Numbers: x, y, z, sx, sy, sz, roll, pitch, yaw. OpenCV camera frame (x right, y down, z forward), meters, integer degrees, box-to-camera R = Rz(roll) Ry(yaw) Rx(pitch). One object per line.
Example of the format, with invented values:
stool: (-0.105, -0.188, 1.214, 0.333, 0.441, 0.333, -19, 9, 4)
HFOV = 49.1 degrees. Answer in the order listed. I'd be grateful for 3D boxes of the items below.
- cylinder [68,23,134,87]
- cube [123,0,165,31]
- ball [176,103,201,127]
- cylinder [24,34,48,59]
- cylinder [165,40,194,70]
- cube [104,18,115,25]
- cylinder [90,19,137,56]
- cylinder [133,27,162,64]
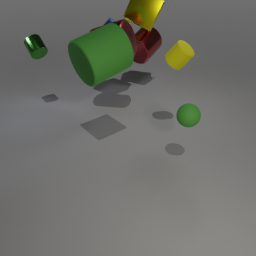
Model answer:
cylinder: (-0.790, -2.126, 8.167, 1.400, 1.400, 1.400, -33, 41, -22)
cube: (0.747, -5.499, 12.902, 1.400, 1.400, 1.400, 25, 26, -6)
ball: (1.765, -0.367, 8.157, 0.700, 0.700, 0.700, 0, 29, 0)
cylinder: (-3.661, -3.228, 11.139, 0.700, 0.700, 0.700, -23, 75, -35)
cylinder: (1.714, -2.420, 9.321, 0.700, 0.700, 0.700, 22, 47, -25)
cube: (-0.681, -3.859, 12.853, 1.400, 1.400, 1.400, 45, 7, 2)
cylinder: (-0.572, -3.255, 10.687, 1.400, 1.400, 1.400, -7, 24, 26)
cylinder: (0.795, -4.226, 14.228, 1.400, 1.400, 1.400, 19, 56, 31)
